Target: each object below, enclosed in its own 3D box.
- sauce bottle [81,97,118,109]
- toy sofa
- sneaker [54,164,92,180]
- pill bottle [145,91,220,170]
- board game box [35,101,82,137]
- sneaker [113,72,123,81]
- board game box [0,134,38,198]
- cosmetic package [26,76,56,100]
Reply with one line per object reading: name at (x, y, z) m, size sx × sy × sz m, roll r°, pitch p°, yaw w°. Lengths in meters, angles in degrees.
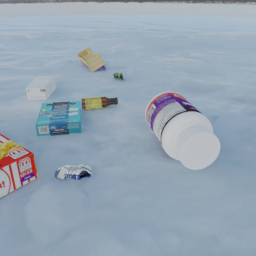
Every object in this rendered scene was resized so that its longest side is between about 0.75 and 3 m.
sauce bottle at (-0.978, -0.881, 9.729) m, size 1.256 × 0.415 × 0.415 m, roll -4°, pitch 27°, yaw -10°
toy sofa at (-1.902, -3.470, 14.633) m, size 0.821 × 0.967 × 1.982 m, roll -33°, pitch 34°, yaw -7°
sneaker at (-1.181, 0.987, 6.103) m, size 0.812 × 0.306 × 0.358 m, roll -10°, pitch 28°, yaw -18°
pill bottle at (1.308, 0.019, 6.953) m, size 1.259 × 1.259 × 2.261 m, roll -6°, pitch 28°, yaw -11°
board game box at (-2.068, -0.328, 8.618) m, size 1.262 × 0.392 × 1.672 m, roll -4°, pitch 27°, yaw -8°
sneaker at (-0.454, -2.332, 12.770) m, size 0.380 × 0.348 × 0.892 m, roll -14°, pitch 20°, yaw -12°
board game box at (-3.814, 0.774, 6.070) m, size 2.991 × 0.693 × 2.266 m, roll 20°, pitch 33°, yaw 35°
cosmetic package at (-3.375, -1.582, 10.984) m, size 0.753 × 0.549 × 1.482 m, roll 1°, pitch 28°, yaw 2°
